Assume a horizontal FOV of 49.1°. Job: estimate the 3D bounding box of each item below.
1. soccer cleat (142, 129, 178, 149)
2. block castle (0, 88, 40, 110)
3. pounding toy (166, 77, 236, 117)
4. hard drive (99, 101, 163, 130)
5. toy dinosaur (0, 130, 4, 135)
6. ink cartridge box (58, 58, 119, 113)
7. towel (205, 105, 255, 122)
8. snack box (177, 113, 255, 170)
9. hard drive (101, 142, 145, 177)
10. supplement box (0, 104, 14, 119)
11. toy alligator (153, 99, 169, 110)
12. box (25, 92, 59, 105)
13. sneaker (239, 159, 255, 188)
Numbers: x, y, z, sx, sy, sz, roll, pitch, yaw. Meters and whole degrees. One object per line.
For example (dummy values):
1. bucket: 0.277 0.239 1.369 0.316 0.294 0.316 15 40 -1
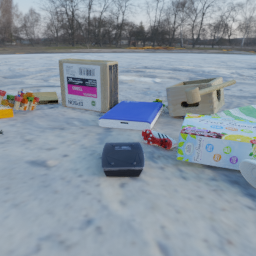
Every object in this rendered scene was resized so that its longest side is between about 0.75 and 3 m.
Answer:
1. soccer cleat: 0.778 0.279 7.081 0.442 0.356 1.037 -1 15 -44
2. block castle: -3.862 -1.065 9.975 0.917 0.643 1.372 19 8 10
3. pounding toy: 2.370 -0.888 8.973 2.167 1.129 2.467 -2 16 31
4. hard drive: 0.198 -0.479 9.360 1.601 0.308 2.427 5 19 14
5. toy dinosaur: -3.713 0.148 7.583 0.479 0.258 1.087 -10 15 18
6. ink cartridge box: -1.468 -1.627 10.453 2.199 1.812 0.826 9 20 26
7. towel: 3.790 -0.306 8.848 2.559 0.299 1.952 -8 20 -22
8. snack box: 2.221 0.280 6.324 2.034 0.688 1.716 10 19 15
9. hard drive: -0.102 0.649 5.979 0.902 0.283 1.338 0 18 -1
10. supplement box: -4.341 -0.596 9.683 0.559 0.326 0.887 -10 20 -32
11. toy alligator: 1.167 -0.871 10.530 0.300 0.328 1.107 -7 19 -19
12. box: -3.782 -1.287 12.006 1.502 0.195 1.837 -5 18 -16
13. sneaker: 2.734 0.852 5.030 1.302 0.479 0.768 27 36 36
